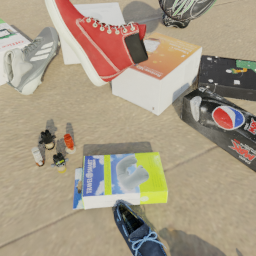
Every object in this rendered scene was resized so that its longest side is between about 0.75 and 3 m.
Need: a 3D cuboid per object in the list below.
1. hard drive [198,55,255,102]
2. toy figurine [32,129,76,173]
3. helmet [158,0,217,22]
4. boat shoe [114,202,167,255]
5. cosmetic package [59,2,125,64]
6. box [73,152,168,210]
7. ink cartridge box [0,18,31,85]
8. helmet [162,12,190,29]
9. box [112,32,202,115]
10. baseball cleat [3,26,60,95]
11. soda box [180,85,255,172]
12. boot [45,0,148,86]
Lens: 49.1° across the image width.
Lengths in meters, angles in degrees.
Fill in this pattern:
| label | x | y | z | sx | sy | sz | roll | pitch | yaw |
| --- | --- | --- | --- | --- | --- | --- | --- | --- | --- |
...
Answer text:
| label | x | y | z | sx | sy | sz | roll | pitch | yaw |
| --- | --- | --- | --- | --- | --- | --- | --- | --- | --- |
| hard drive | 4.051 | -1.787 | 10.145 | 2.920 | 0.552 | 2.040 | 9 | 44 | 10 |
| toy figurine | -1.994 | 0.637 | 7.552 | 1.025 | 0.713 | 1.009 | 9 | 50 | 7 |
| helmet | 1.830 | -4.189 | 8.238 | 1.976 | 1.976 | 1.883 | 15 | 59 | 15 |
| boat shoe | 0.183 | 2.274 | 5.875 | 0.698 | 0.569 | 1.658 | -32 | 52 | -30 |
| cosmetic package | -1.481 | -4.018 | 11.736 | 2.539 | 1.566 | 2.547 | -5 | 44 | -6 |
| box | -0.239 | 1.263 | 6.932 | 2.229 | 0.531 | 1.359 | -3 | 39 | -4 |
| ink cartridge box | -5.204 | -2.998 | 10.909 | 2.154 | 1.243 | 2.949 | -31 | 52 | -29 |
| helmet | 2.354 | -5.569 | 13.656 | 1.320 | 1.385 | 1.385 | 10 | 42 | -14 |
| box | 0.998 | -1.989 | 9.739 | 2.007 | 1.402 | 2.636 | 28 | 50 | 26 |
| baseball cleat | -3.336 | -2.605 | 9.707 | 0.991 | 1.512 | 2.842 | 1 | 68 | 29 |
| soda box | 2.852 | -0.060 | 7.991 | 0.903 | 1.009 | 2.851 | -31 | 51 | -25 |
| boot | -0.661 | -2.606 | 7.059 | 1.939 | 2.687 | 0.973 | -25 | 23 | 24 |
